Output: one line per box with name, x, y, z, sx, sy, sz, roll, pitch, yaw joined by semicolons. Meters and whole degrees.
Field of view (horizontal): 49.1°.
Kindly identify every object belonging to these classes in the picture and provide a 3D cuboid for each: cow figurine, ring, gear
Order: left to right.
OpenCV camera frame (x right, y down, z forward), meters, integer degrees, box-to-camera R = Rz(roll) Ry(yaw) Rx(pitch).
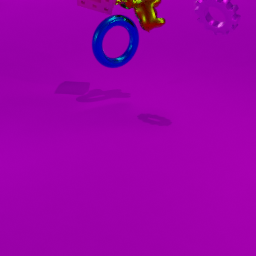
ring;-0.386;-2.822;9.245;1.755;1.755;0.351;-16;39;-28
cow figurine;0.366;-3.676;8.770;1.404;1.427;0.783;-14;13;-1
gear;2.078;-2.658;6.558;1.083;1.083;0.200;28;73;42

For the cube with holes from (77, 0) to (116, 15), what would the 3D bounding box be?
cube with holes;-0.887;-4.531;8.796;1.145;1.145;1.145;15;68;-3
